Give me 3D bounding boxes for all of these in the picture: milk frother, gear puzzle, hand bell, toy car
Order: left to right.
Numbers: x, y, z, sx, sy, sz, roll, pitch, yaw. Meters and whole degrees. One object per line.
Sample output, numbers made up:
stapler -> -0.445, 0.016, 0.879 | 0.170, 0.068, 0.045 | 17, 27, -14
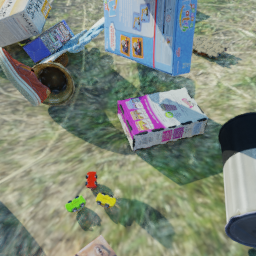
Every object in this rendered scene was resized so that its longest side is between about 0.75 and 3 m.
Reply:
hand bell -> -2.083, -1.799, 8.417 | 1.258, 1.258, 2.416 | -1, 34, -1
toy car -> -0.830, 1.427, 5.678 | 0.921, 0.218, 0.979 | -28, 51, -24
gear puzzle -> 2.523, -2.856, 9.837 | 1.785, 0.234, 0.925 | 31, 56, 30
milk frother -> 2.894, 0.647, 4.953 | 2.149, 2.381, 2.240 | 9, 47, 3

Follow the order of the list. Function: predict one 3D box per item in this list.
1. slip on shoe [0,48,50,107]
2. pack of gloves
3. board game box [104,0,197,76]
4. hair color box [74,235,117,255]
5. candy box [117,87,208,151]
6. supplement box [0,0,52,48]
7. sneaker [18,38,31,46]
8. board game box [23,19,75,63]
slip on shoe -> -2.310, -1.159, 6.128 | 0.491, 0.594, 1.604 | -39, 78, -28
pack of gloves -> -1.454, -2.605, 8.815 | 2.364, 0.555, 2.813 | -16, 30, 31
board game box -> 0.299, -2.432, 5.842 | 0.500, 2.068, 2.734 | -16, 31, -29
hair color box -> -0.757, 2.488, 4.503 | 1.360, 0.435, 0.754 | -30, 53, -27
candy box -> 0.821, -0.268, 7.047 | 1.918, 0.585, 1.308 | -13, 47, -12
supplement box -> -3.968, -3.620, 9.354 | 2.499, 0.919, 1.575 | -11, 52, 19
sneaker -> -3.828, -3.392, 10.111 | 0.476, 0.521, 1.288 | -23, 50, -20
board game box -> -2.583, -2.840, 9.191 | 1.031, 0.626, 1.293 | -10, 35, 40
